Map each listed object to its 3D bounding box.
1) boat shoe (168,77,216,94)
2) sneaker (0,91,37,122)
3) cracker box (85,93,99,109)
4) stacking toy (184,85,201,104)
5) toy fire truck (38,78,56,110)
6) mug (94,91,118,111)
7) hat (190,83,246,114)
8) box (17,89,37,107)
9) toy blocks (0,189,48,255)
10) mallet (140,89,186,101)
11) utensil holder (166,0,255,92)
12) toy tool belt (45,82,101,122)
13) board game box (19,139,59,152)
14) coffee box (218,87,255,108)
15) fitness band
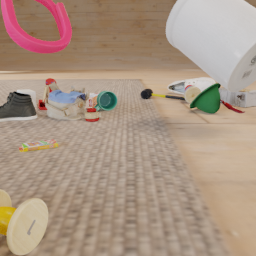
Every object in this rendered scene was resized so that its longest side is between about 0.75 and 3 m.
[{"bbox_3d":[3.629,-2.347,16.328,2.874,1.018,0.996,1,12,41],"label":"boat shoe"},{"bbox_3d":[-4.427,-0.792,10.116,2.111,1.047,0.746,-5,17,-15],"label":"sneaker"},{"bbox_3d":[-2.321,-1.274,12.908,1.948,0.562,1.305,2,15,11],"label":"cracker box"},{"bbox_3d":[3.212,-1.822,14.342,0.850,0.850,1.990,1,16,5],"label":"stacking toy"},{"bbox_3d":[-3.612,-1.540,12.641,0.418,1.716,1.210,1,-13,0],"label":"toy fire truck"},{"bbox_3d":[-1.019,-1.189,12.063,1.007,0.827,0.623,-6,13,-21],"label":"mug"},{"bbox_3d":[3.592,-0.723,11.286,1.672,1.574,1.900,54,22,17],"label":"hat"},{"bbox_3d":[-4.682,-1.372,12.944,0.573,0.731,1.176,-9,17,-31],"label":"box"},{"bbox_3d":[-2.164,1.183,3.285,1.861,0.676,1.551,6,15,22],"label":"toy blocks"},{"bbox_3d":[1.958,-1.728,15.021,2.512,0.517,0.827,8,18,14],"label":"mallet"},{"bbox_3d":[2.575,-2.463,7.561,2.064,2.064,2.429,-12,51,-38],"label":"utensil holder"},{"bbox_3d":[-2.040,-0.988,10.301,2.149,1.320,1.342,7,16,26],"label":"toy tool belt"},{"bbox_3d":[-2.305,0.451,7.202,0.939,0.141,0.448,-9,16,-23],"label":"board game box"},{"bbox_3d":[5.256,-1.508,13.465,1.044,0.728,1.826,-8,17,-28],"label":"coffee box"},{"bbox_3d":[-2.745,-3.301,8.446,1.911,2.660,0.498,-3,-30,-35],"label":"fitness band"}]
